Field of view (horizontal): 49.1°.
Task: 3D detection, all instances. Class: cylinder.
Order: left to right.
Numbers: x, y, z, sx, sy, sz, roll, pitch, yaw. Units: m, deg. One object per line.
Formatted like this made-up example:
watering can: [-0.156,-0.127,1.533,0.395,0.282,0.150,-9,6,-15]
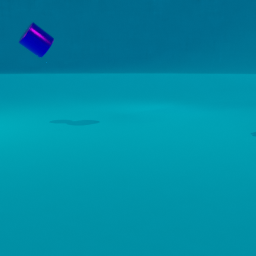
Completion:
cylinder: [-2.949,-2.823,9.031,0.807,0.807,0.807,35,-7,-31]
